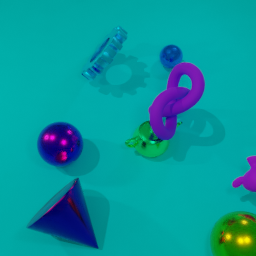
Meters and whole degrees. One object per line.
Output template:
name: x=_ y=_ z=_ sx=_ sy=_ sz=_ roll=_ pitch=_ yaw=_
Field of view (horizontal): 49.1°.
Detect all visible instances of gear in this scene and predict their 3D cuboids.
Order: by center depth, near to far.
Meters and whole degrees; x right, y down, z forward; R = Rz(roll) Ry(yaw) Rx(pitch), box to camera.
gear: x=-0.724 y=-2.229 z=8.379 sx=0.333 sy=1.801 sz=1.801 roll=37 pitch=60 yaw=-22

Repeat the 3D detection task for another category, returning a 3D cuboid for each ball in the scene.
ball: x=2.419 y=2.439 z=5.851 sx=1.361 sy=1.361 sz=1.361 roll=0 pitch=60 yaw=0
ball: x=-1.719 y=0.410 z=7.139 sx=1.156 sy=1.156 sz=1.156 roll=0 pitch=60 yaw=0
ball: x=1.373 y=-2.284 z=8.933 sx=0.746 sy=0.746 sz=0.746 roll=0 pitch=60 yaw=0

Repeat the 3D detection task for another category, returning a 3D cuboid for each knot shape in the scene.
knot shape: x=1.139 y=-0.646 z=7.180 sx=0.895 sy=1.813 sz=1.938 roll=31 pitch=90 yaw=1

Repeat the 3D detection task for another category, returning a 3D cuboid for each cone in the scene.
cone: x=-1.161 y=2.164 z=6.245 sx=1.486 sy=1.486 sz=1.492 roll=-44 pitch=96 yaw=-22

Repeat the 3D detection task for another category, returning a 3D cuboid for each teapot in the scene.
teapot: x=0.679 y=0.208 z=7.448 sx=1.639 sy=0.803 sz=1.019 roll=-17 pitch=59 yaw=-14

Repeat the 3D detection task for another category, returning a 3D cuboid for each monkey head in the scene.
monkey head: x=2.816 y=1.029 z=6.184 sx=0.613 sy=1.018 sz=0.732 roll=-29 pitch=100 yaw=-54
